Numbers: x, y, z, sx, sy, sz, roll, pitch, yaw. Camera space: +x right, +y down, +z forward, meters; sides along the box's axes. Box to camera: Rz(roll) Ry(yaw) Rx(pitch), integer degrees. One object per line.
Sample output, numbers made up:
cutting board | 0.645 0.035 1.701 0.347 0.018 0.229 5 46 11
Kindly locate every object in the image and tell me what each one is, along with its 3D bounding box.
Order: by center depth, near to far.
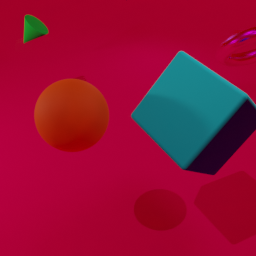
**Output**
ball | -0.861 -0.192 4.354 1.132 1.132 1.132 0 41 0
cube | 1.145 -0.179 4.582 1.322 1.322 1.322 19 23 -53
ring | 3.357 -2.191 7.597 1.922 1.922 0.384 -8 79 -9
cone | -3.322 -3.195 9.519 0.867 0.871 0.867 36 29 -24
